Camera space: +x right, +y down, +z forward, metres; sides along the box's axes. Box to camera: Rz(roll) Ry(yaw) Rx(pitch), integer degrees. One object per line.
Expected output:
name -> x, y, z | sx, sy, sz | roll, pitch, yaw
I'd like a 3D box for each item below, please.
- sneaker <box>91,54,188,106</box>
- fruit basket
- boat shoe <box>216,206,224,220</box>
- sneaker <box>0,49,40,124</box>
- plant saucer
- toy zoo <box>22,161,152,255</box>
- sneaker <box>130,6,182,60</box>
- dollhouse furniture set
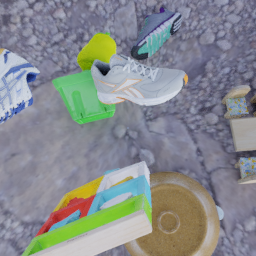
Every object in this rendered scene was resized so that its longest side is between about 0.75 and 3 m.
sneaker -> 0.096, -0.989, 5.391 | 2.049, 0.943, 0.776 | 0, 42, 31
fruit basket -> -0.983, -1.327, 7.271 | 1.707, 2.366, 2.366 | -14, 74, -5
boat shoe -> 1.988, 2.133, 7.267 | 0.985, 0.447, 0.349 | 21, 72, -22
sneaker -> -2.074, -0.476, 4.781 | 0.864, 0.738, 1.961 | 23, 58, -25
plant saucer -> 1.001, 2.325, 6.964 | 2.549, 0.451, 2.549 | -2, 74, 8
toy zoo -> -0.506, 1.310, 4.909 | 1.880, 2.866, 0.293 | -24, 97, 6
sneaker -> 0.669, -2.925, 8.605 | 0.953, 0.810, 2.177 | 39, 66, 21
dollhouse furniture set -> 4.128, 0.005, 7.073 | 2.799, 1.860, 2.453 | -4, 74, -1
